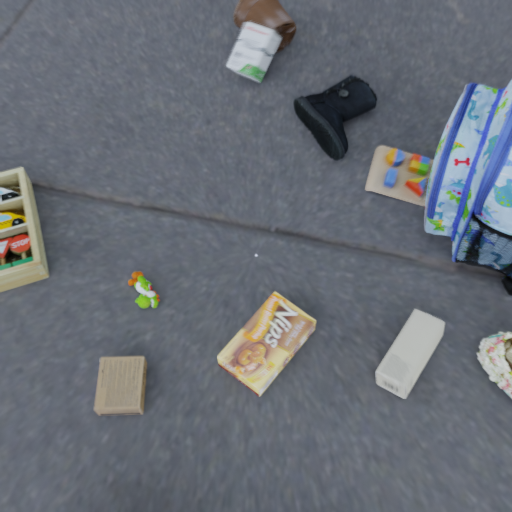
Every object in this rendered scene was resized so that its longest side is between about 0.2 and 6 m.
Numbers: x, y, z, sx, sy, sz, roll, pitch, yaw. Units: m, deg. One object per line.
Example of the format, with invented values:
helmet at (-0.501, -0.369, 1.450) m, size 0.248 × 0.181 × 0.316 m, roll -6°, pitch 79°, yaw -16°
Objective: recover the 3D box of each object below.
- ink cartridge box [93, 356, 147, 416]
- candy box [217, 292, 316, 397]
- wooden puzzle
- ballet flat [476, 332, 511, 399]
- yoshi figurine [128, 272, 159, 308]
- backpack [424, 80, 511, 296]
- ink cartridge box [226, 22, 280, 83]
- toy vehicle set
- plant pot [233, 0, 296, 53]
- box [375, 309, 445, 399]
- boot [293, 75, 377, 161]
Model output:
ink cartridge box at (-2.105, 2.032, 8.763) m, size 0.712 × 0.324 × 0.864 m, roll -1°, pitch 59°, yaw 0°
candy box at (0.184, 1.407, 9.087) m, size 0.868 × 0.416 × 1.504 m, roll 35°, pitch 65°, yaw 19°
wooden puzzle at (2.894, -1.633, 11.000) m, size 1.283 × 0.297 × 1.189 m, roll 15°, pitch 60°, yaw 9°
ballet flat at (4.499, 2.180, 8.368) m, size 1.020 × 0.862 × 2.696 m, roll -40°, pitch 67°, yaw -18°
yoshi figurine at (-1.967, 0.627, 9.615) m, size 0.394 × 0.396 × 0.705 m, roll -38°, pitch 68°, yaw -3°
backpack at (4.192, -1.536, 9.200) m, size 2.380 × 3.239 × 2.964 m, roll 21°, pitch 62°, yaw 15°
ink cartridge box at (-0.056, -4.465, 12.269) m, size 0.776 × 0.440 × 1.059 m, roll 31°, pitch 101°, yaw 26°
toy vehicle set at (-5.760, -0.105, 9.963) m, size 3.696 × 0.490 × 2.296 m, roll -18°, pitch 61°, yaw -11°
plant pot at (0.264, -5.348, 12.851) m, size 1.135 × 1.135 × 1.124 m, roll -32°, pitch 72°, yaw -18°
box at (2.457, 1.546, 8.928) m, size 0.553 × 0.460 × 1.346 m, roll 26°, pitch 61°, yaw 30°
boot at (1.848, -2.919, 11.525) m, size 1.562 × 0.710 × 1.859 m, roll -25°, pitch 56°, yaw -10°
